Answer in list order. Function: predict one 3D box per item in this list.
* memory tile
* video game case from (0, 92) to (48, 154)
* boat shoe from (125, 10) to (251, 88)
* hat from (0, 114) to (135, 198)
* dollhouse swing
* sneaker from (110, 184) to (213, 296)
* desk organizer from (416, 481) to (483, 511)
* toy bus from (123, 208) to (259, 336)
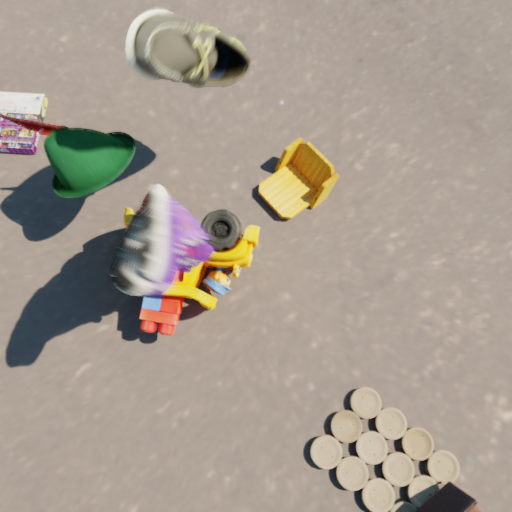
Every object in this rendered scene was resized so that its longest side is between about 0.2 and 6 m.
[{"bbox_3d":[2.190,3.465,9.567,2.193,0.184,1.681,39,74,13],"label":"memory tile"},{"bbox_3d":[-5.286,-2.830,11.830,1.507,0.270,1.366,3,70,1],"label":"video game case"},{"bbox_3d":[-0.909,-2.980,8.255,0.796,2.663,0.952,20,111,17],"label":"boat shoe"},{"bbox_3d":[-3.231,-2.033,9.279,1.891,1.664,1.566,-29,45,1],"label":"hat"},{"bbox_3d":[0.760,-1.488,11.011,1.013,1.047,1.153,-31,72,-33],"label":"dollhouse swing"},{"bbox_3d":[-1.133,-0.218,7.666,1.223,2.931,1.182,30,105,-13],"label":"sneaker"},{"bbox_3d":[2.503,4.889,8.582,2.710,0.972,1.043,-38,89,-8],"label":"desk organizer"},{"bbox_3d":[-1.235,0.298,10.095,2.404,1.631,2.308,6,83,-1],"label":"toy bus"}]
